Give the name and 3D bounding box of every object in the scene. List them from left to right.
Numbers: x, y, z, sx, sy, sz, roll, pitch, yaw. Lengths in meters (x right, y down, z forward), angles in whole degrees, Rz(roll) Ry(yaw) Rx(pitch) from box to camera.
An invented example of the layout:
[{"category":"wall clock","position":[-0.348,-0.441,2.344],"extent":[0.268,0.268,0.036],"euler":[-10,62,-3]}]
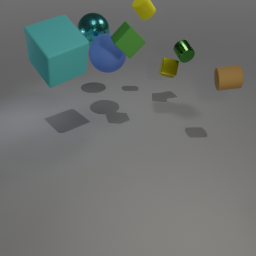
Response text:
[{"category":"cube","position":[-2.225,-2.409,8.821],"extent":[1.400,1.400,1.400],"euler":[-31,70,-27]},{"category":"ball","position":[-1.498,-4.264,12.193],"extent":[1.400,1.400,1.400],"euler":[0,30,0]},{"category":"ball","position":[-0.760,-2.778,10.460],"extent":[1.400,1.400,1.400],"euler":[0,30,0]},{"category":"cube","position":[-0.007,-2.734,8.681],"extent":[0.700,0.700,0.700],"euler":[35,20,-34]},{"category":"cylinder","position":[0.631,-4.799,11.154],"extent":[0.700,0.700,0.700],"euler":[-21,50,27]},{"category":"cube","position":[1.802,-2.662,12.491],"extent":[0.700,0.700,0.700],"euler":[11,0,-4]},{"category":"cylinder","position":[2.403,-3.294,12.025],"extent":[0.700,0.700,0.700],"euler":[-10,55,-17]},{"category":"cylinder","position":[3.052,-1.526,8.527],"extent":[0.700,0.700,0.700],"euler":[-5,29,7]}]
